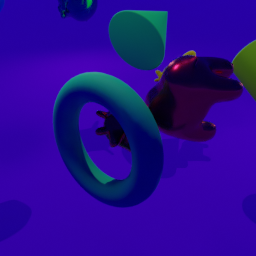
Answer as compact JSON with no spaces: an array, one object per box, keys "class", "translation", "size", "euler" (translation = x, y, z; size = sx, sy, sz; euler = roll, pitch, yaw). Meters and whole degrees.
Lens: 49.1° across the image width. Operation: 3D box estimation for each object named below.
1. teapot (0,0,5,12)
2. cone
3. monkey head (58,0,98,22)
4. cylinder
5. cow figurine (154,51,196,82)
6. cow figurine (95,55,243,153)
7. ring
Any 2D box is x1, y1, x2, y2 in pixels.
[{"class":"teapot","translation":[-2.791,-2.295,5.052],"size":[1.013,0.798,1.629],"euler":[-10,73,-40]},{"class":"cone","translation":[0.614,-2.586,7.144],"size":[1.587,1.587,1.593],"euler":[20,55,31]},{"class":"monkey head","translation":[-1.398,-3.545,7.524],"size":[1.059,1.264,1.757],"euler":[-16,-7,-18]},{"class":"cylinder","translation":[2.521,-1.040,5.135],"size":[0.893,0.893,0.893],"euler":[-15,62,-23]},{"class":"cow figurine","translation":[1.264,-1.397,7.015],"size":[1.180,0.658,1.199],"euler":[-34,-1,15]},{"class":"cow figurine","translation":[0.373,-0.251,3.225],"size":[1.403,1.426,0.783],"euler":[5,49,-11]},{"class":"ring","translation":[-0.317,0.181,3.459],"size":[1.732,1.732,0.346],"euler":[23,33,34]}]
